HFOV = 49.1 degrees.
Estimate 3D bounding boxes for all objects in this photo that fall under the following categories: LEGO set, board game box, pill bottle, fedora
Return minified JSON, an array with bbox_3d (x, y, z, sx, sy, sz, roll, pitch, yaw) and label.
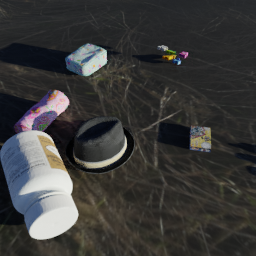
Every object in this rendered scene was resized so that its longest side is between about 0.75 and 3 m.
[{"bbox_3d":[2.203,-3.500,13.477,1.555,0.593,0.638,30,40,30],"label":"LEGO set"},{"bbox_3d":[2.545,0.367,9.859,0.700,0.179,1.034,8,46,8],"label":"board game box"},{"bbox_3d":[-2.440,1.491,7.724,1.587,1.587,2.776,-20,48,-20],"label":"pill bottle"},{"bbox_3d":[-0.924,0.345,9.227,2.394,1.093,2.394,0,45,0],"label":"fedora"}]

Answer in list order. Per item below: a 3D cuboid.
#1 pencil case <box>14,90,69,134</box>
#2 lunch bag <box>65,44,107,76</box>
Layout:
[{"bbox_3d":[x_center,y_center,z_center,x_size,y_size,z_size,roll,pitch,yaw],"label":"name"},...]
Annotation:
[{"bbox_3d":[-3.106,-0.447,10.188,0.983,0.983,2.250,17,47,16],"label":"pencil case"},{"bbox_3d":[-1.946,-3.219,13.129,1.459,0.701,1.820,23,49,25],"label":"lunch bag"}]
